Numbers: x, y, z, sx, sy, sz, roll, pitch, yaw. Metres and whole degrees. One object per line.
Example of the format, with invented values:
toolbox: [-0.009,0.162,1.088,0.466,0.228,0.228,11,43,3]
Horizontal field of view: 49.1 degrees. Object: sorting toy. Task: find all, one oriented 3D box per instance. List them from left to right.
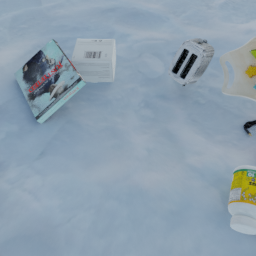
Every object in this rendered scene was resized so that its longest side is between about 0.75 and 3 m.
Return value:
sorting toy: [4.208,-1.969,9.733,1.997,2.218,1.185,-2,6,35]

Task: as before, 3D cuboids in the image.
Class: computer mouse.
computer mouse: [4.481,0.161,9.193,0.967,0.317,1.377,-13,50,-12]

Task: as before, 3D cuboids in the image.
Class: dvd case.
dvd case: [-2.956,-1.817,10.265,2.142,0.323,2.934,-40,56,5]

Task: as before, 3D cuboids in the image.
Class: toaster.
toaster: [2.178,-2.288,9.981,1.071,1.884,1.217,38,28,17]

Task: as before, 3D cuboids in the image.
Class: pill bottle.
pill bottle: [3.103,1.857,7.267,0.894,0.894,1.586,15,59,13]

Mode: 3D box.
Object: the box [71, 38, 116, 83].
box: [-1.316,-2.713,11.195,1.588,1.043,1.596,1,49,1]
